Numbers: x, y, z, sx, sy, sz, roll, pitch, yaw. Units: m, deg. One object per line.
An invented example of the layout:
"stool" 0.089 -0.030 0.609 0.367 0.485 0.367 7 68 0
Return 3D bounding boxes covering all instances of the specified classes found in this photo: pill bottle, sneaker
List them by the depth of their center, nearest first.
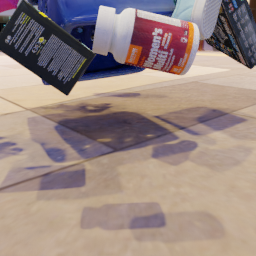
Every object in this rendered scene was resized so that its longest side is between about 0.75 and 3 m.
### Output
"pill bottle" 0.173 -0.933 2.987 1.040 0.570 0.570 10 17 -8
"sneaker" 1.201 -2.451 4.853 0.846 2.066 0.764 10 -22 35

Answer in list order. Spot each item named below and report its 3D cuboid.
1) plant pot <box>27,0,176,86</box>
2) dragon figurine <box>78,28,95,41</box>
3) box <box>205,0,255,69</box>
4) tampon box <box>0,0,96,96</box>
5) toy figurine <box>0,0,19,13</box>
"plant pot" -0.659 -2.868 6.384 2.997 2.694 2.997 -14 -8 -25
"dragon figurine" -1.554 -2.755 8.492 2.822 1.403 0.830 -5 -7 -20
"box" 2.331 -2.804 7.124 2.472 0.569 1.965 41 10 -42
"tampon box" -1.126 -1.119 4.023 1.135 0.717 0.851 35 7 -17
"toy figurine" -2.702 -2.776 5.014 2.030 1.656 2.205 10 65 20
